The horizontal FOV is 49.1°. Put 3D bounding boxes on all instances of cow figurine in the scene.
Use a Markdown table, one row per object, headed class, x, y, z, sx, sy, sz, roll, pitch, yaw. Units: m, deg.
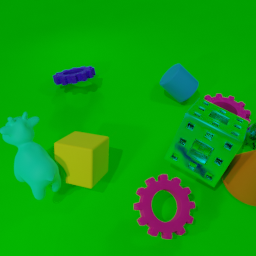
| class | x | y | z | sx | sy | sz | roll | pitch | yaw |
| --- | --- | --- | --- | --- | --- | --- | --- | --- | --- |
| cow figurine | -2.248 | 0.605 | 6.537 | 0.944 | 1.693 | 1.721 | -25 | 46 | -38 |
| cow figurine | 3.678 | 0.124 | 7.634 | 0.719 | 1.289 | 1.310 | 55 | 27 | 2 |

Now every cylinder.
| class | x | y | z | sx | sy | sz | roll | pitch | yaw |
| --- | --- | --- | --- | --- | --- | --- | --- | --- | --- |
| cylinder | 1.704 | -1.499 | 9.355 | 0.928 | 0.928 | 0.928 | 39 | 47 | -18 |

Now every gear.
| class | x | y | z | sx | sy | sz | roll | pitch | yaw |
| --- | --- | --- | --- | --- | --- | --- | --- | --- | --- |
| gear | -1.892 | -1.865 | 9.893 | 1.456 | 0.269 | 1.456 | -9 | 24 | 4 |
| gear | 3.036 | -0.439 | 9.040 | 1.697 | 0.314 | 1.697 | 0 | 47 | 0 |
| gear | 0.814 | 1.726 | 6.209 | 1.349 | 0.250 | 1.349 | 5 | 71 | -14 |

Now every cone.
| class | x | y | z | sx | sy | sz | roll | pitch | yaw |
| --- | --- | --- | --- | --- | --- | --- | --- | --- | --- |
| cone | 3.308 | 0.876 | 6.879 | 1.559 | 1.565 | 1.559 | 1 | 52 | -1 |

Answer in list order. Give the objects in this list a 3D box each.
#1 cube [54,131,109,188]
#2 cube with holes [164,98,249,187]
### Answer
| class | x | y | z | sx | sy | sz | roll | pitch | yaw |
| --- | --- | --- | --- | --- | --- | --- | --- | --- | --- |
| cube | -1.144 | 0.765 | 7.087 | 1.016 | 1.016 | 1.016 | 9 | 19 | 17 |
| cube with holes | 2.012 | 0.308 | 7.171 | 1.400 | 1.400 | 1.400 | 29 | 32 | 15 |
